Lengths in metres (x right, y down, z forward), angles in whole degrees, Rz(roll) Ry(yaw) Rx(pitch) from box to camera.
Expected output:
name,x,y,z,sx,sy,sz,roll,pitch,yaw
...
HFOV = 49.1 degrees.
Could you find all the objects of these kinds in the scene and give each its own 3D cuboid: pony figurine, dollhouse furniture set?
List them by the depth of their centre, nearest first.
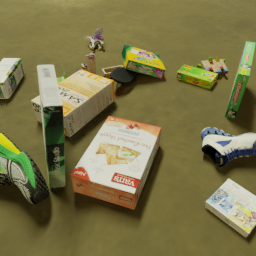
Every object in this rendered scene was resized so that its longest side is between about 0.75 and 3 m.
name,x,y,z,sx,sy,sz,roll,pitch,yaw
dollhouse furniture set,-1.077,-2.904,12.145,1.701,1.207,1.348,-14,43,-16
pony figurine,-1.622,-4.515,14.410,1.066,0.919,1.104,-23,60,-11

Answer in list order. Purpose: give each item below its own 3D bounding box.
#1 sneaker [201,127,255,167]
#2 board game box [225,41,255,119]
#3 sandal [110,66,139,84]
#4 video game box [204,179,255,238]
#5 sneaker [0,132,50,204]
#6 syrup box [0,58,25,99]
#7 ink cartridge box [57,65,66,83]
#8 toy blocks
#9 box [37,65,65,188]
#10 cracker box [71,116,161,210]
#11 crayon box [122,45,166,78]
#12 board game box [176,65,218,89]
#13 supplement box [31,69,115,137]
name,x,y,z,sx,sy,sz,roll,pitch,yaw
sneaker,3.097,0.709,8.404,1.982,0.801,1.145,9,45,21
board game box,4.215,-1.839,10.459,0.393,1.815,2.698,16,43,18
sandal,-0.109,-2.217,11.887,0.818,0.521,2.175,40,35,6
video game box,2.795,2.010,7.194,1.108,0.285,1.216,-29,49,-33
sneaker,-3.202,1.257,7.605,2.961,1.155,1.261,25,54,38
syrup box,-5.008,-2.068,11.501,0.809,0.782,1.987,1,41,1
ink cartridge box,-2.635,-1.794,10.965,0.408,1.076,0.795,-14,43,-15
toy blocks,3.797,-2.600,12.349,1.292,0.645,0.883,-6,53,-7
box,-2.078,-0.017,7.618,0.504,2.776,2.003,-7,40,-17
cracker box,-0.231,0.855,8.143,1.787,0.769,2.667,13,43,14
crayon box,0.657,-2.942,12.330,1.725,0.503,1.488,11,37,-18
board game box,2.940,-2.212,11.991,1.539,0.366,0.782,22,46,24
supplement box,-1.885,-1.007,10.134,1.645,0.960,2.610,23,46,25
